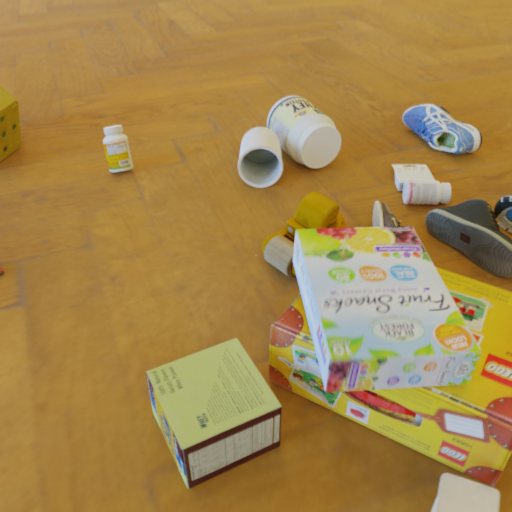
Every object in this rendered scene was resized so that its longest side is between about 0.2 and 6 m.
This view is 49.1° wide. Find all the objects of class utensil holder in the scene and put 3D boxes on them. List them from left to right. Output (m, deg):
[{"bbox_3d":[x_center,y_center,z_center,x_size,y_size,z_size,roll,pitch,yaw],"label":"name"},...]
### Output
[{"bbox_3d":[0.108,-2.263,12.712,1.000,1.000,1.176,1,36,1],"label":"utensil holder"}]

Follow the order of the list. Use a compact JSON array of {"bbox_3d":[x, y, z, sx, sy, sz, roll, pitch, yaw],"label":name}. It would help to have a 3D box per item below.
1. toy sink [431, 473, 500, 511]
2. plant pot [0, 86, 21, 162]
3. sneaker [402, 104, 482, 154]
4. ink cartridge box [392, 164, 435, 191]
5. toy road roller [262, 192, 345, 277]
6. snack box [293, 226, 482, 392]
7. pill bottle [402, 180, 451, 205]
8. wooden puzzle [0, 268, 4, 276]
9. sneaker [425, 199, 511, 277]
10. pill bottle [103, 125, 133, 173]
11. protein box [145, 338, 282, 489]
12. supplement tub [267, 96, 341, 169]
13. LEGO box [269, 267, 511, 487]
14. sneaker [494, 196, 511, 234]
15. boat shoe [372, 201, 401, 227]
[{"bbox_3d":[2.278,3.091,6.261,0.655,0.563,1.005,14,45,17],"label":"toy sink"},{"bbox_3d":[-6.714,-3.127,13.216,1.712,1.941,1.942,20,41,5],"label":"plant pot"},{"bbox_3d":[4.502,-3.173,13.973,0.846,0.831,2.196,-23,42,-32],"label":"sneaker"},{"bbox_3d":[3.556,-1.785,12.743,0.814,0.240,1.017,0,32,1],"label":"ink cartridge box"},{"bbox_3d":[0.931,-0.447,10.248,1.591,1.162,0.978,-29,46,-31],"label":"toy road roller"},{"bbox_3d":[1.538,0.565,7.289,1.766,0.658,2.483,-3,39,-5],"label":"snack box"},{"bbox_3d":[3.621,-1.343,11.903,0.914,0.518,0.518,2,38,3],"label":"pill bottle"},{"bbox_3d":[-5.997,0.652,9.627,1.744,0.207,2.941,21,43,24],"label":"wooden puzzle"},{"bbox_3d":[4.386,-0.472,10.550,1.146,0.807,2.158,-24,43,-24],"label":"sneaker"},{"bbox_3d":[-3.192,-2.462,12.856,0.555,1.000,0.555,-7,18,2],"label":"pill bottle"},{"bbox_3d":[-0.562,2.014,7.338,1.330,0.897,1.320,-18,42,-21],"label":"protein box"},{"bbox_3d":[1.133,-2.943,13.343,1.252,1.252,1.727,-16,41,-19],"label":"supplement tub"},{"bbox_3d":[2.172,1.271,7.990,3.238,1.249,2.411,21,43,24],"label":"LEGO box"},{"bbox_3d":[5.877,-0.560,10.660,1.067,0.923,2.463,-16,41,-27],"label":"sneaker"},{"bbox_3d":[2.577,-0.498,10.820,0.461,0.557,1.550,-1,42,0],"label":"boat shoe"}]
